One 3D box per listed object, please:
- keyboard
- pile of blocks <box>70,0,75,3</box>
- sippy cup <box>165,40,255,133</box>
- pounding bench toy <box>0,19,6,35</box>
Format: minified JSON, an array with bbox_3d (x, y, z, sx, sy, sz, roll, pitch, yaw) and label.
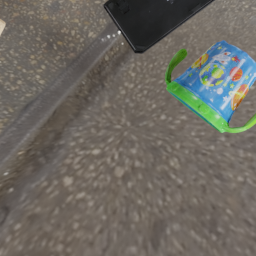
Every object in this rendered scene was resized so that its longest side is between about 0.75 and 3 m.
[{"bbox_3d":[0.733,-2.460,4.600,2.380,0.305,1.429,-35,93,9],"label":"keyboard"},{"bbox_3d":[-1.779,-4.150,6.466,1.025,2.498,0.776,-18,16,-14],"label":"pile of blocks"},{"bbox_3d":[1.539,-0.779,4.917,1.678,1.318,1.230,37,98,-7],"label":"sippy cup"},{"bbox_3d":[-3.114,-1.688,4.606,1.727,2.781,2.169,29,20,-30],"label":"pounding bench toy"}]
